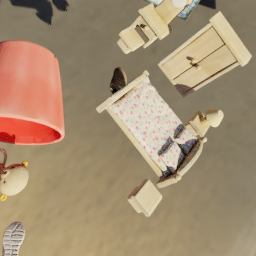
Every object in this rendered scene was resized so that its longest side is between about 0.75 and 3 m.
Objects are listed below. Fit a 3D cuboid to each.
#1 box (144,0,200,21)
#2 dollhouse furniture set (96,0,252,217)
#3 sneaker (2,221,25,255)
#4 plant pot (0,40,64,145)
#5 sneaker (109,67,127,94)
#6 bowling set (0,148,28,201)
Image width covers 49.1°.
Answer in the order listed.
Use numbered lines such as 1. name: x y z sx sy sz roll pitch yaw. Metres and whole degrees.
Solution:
1. box: 0.564 -2.810 4.216 1.841 2.689 0.536 26 84 -2
2. dollhouse furniture set: 0.461 -0.553 3.473 2.030 1.162 2.380 51 49 -7
3. sneaker: -1.701 1.760 4.013 0.294 0.425 0.758 18 43 -20
4. plant pot: -1.620 -0.510 4.234 1.417 1.417 1.254 0 71 0
5. sneaker: -0.203 -0.826 5.247 0.301 0.281 0.797 7 60 -36
6. bowling set: -2.598 1.156 3.131 1.500 1.945 2.795 16 67 13
